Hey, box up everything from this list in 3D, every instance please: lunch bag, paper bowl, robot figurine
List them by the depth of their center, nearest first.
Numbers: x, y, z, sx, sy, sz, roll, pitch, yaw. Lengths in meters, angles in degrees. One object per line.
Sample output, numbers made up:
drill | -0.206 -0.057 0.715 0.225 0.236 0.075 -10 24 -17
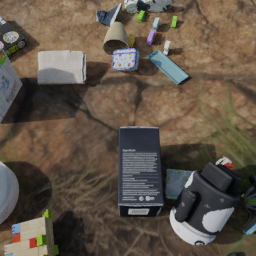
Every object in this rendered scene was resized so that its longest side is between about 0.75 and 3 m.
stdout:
robot figurine | 2.353 2.332 8.532 1.909 1.585 2.541 26 103 -5
paper bowl | -5.029 2.114 9.217 2.477 1.288 2.477 0 64 -1
lunch bag | -0.128 -2.932 11.969 1.203 0.454 0.964 4 88 27

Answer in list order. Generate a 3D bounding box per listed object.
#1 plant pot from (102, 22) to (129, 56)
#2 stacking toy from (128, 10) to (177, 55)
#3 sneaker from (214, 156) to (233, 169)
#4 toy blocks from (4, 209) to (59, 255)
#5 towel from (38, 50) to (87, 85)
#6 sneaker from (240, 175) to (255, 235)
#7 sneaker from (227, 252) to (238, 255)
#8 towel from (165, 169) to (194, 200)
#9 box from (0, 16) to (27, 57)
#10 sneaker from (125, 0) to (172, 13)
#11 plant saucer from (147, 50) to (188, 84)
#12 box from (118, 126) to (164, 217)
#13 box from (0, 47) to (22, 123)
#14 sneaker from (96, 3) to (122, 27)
plant pot | -0.494 -4.005 12.341 1.166 1.166 1.245 2 67 1
stacking toy | 1.189 -4.575 13.076 1.868 0.582 2.477 15 63 7
sneaker | 2.992 1.482 9.366 0.559 1.316 0.507 30 44 -6
toy blocks | -3.069 3.762 8.614 1.484 1.085 2.171 -15 64 5
towel | -2.787 -2.537 11.816 2.133 0.368 1.413 -1 85 5
sneaker | 4.157 2.529 9.368 0.894 0.765 2.159 17 60 20
sneaker | 3.020 4.348 8.539 1.213 0.461 0.551 -33 73 -14
towel | 1.930 2.004 9.837 1.206 0.290 1.032 5 60 3
box | -6.067 -4.114 12.869 1.804 0.498 2.251 -40 69 -18
sneaker | 0.953 -6.577 13.900 2.291 0.914 1.491 -6 71 8
plant saucer | 1.727 -2.673 12.314 0.684 0.186 1.958 -36 69 -17
box | 0.345 1.468 9.198 1.330 1.887 2.550 1 64 -1
box | -5.299 -1.657 10.566 1.128 2.332 2.058 15 63 7
sneaker | -0.946 -5.623 13.608 1.097 0.577 1.518 20 65 7
